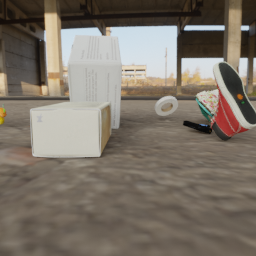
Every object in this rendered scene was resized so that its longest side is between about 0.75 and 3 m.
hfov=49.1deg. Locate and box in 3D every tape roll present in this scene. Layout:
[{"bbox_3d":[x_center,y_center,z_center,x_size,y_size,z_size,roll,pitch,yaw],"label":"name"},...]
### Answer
[{"bbox_3d":[1.468,-0.832,10.693,0.918,0.918,0.168,-3,49,-20],"label":"tape roll"}]

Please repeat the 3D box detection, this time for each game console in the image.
[{"bbox_3d":[2.104,-0.060,8.232,0.796,0.163,1.350,19,10,20],"label":"game console"}]

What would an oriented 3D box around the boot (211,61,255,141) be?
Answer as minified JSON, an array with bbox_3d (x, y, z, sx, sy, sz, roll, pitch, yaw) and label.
[{"bbox_3d":[2.119,-0.573,6.373,0.592,1.635,1.179,-12,-16,-23],"label":"boot"}]

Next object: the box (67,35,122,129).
[{"bbox_3d":[-0.992,-1.456,8.679,1.444,2.210,2.198,1,36,-5],"label":"box"}]

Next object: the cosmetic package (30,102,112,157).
[{"bbox_3d":[-1.095,-0.079,6.255,1.340,0.906,2.548,0,8,2],"label":"cosmetic package"}]

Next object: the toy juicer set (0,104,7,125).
[{"bbox_3d":[-4.304,-0.510,8.915,1.489,0.947,0.405,-22,22,40],"label":"toy juicer set"}]

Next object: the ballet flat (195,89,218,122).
[{"bbox_3d":[2.839,-0.827,9.299,0.932,1.102,2.915,-43,-12,11],"label":"ballet flat"}]
